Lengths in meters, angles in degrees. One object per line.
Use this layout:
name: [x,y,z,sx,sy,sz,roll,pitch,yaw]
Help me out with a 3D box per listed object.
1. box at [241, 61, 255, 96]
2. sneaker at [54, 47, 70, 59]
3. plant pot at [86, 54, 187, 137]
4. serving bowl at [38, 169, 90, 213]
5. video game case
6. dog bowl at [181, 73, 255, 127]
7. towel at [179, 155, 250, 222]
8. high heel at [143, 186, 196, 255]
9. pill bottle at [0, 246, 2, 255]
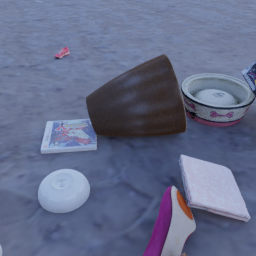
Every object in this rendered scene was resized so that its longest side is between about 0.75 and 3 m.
box: [4.440,-1.041,8.040,1.173,2.045,1.351,-37,25,27]
sneaker: [-3.109,-3.525,13.042,0.330,0.388,0.895,20,41,25]
plant pot: [0.135,-0.635,7.834,2.401,2.244,2.244,-16,37,1]
serving bowl: [-1.463,1.330,6.342,1.179,0.388,1.179,0,37,0]
video game case: [-1.661,0.196,8.086,1.505,0.173,1.371,-3,36,-5]
dog bowl: [2.810,-0.907,9.046,2.283,0.842,2.283,0,35,0]
towel: [1.853,1.292,6.201,1.401,0.236,1.467,16,35,-11]
high heel: [0.547,2.067,5.163,1.278,0.896,2.658,-35,10,18]
pill bottle: [-3.405,1.713,4.903,2.542,1.446,1.446,28,44,33]
